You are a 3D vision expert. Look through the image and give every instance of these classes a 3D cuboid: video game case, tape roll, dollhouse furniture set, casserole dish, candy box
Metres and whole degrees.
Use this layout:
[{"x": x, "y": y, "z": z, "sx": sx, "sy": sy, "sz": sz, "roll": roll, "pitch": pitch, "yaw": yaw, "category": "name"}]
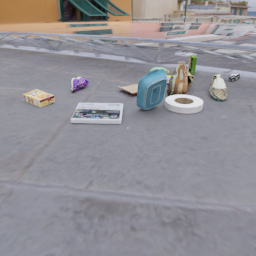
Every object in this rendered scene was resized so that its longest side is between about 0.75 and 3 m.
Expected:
[{"x": -1.127, "y": -0.580, "z": 10.748, "sx": 1.833, "sy": 0.214, "sz": 1.666, "roll": 1, "pitch": 25, "yaw": 1, "category": "video game case"}, {"x": 2.299, "y": -1.002, "z": 11.518, "sx": 1.560, "sy": 0.285, "sz": 1.560, "roll": 1, "pitch": 25, "yaw": 0, "category": "tape roll"}, {"x": 2.560, "y": -3.568, "z": 15.995, "sx": 2.603, "sy": 1.005, "sz": 1.301, "roll": -2, "pitch": 25, "yaw": -4, "category": "dollhouse furniture set"}, {"x": 0.949, "y": -1.377, "z": 10.670, "sx": 1.225, "sy": 2.023, "sz": 0.393, "roll": -26, "pitch": 61, "yaw": -18, "category": "casserole dish"}, {"x": -3.838, "y": -1.288, "z": 12.023, "sx": 1.276, "sy": 0.353, "sz": 0.737, "roll": 20, "pitch": 34, "yaw": 34, "category": "candy box"}]

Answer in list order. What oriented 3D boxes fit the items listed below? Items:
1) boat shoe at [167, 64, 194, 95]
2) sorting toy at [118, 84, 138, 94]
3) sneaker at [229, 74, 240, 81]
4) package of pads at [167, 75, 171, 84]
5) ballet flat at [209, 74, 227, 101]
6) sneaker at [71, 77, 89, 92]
[{"x": 2.605, "y": -2.243, "z": 13.437, "sx": 1.000, "sy": 1.024, "sz": 2.707, "roll": 13, "pitch": 36, "yaw": 14, "category": "boat shoe"}, {"x": 0.476, "y": -1.724, "z": 13.042, "sx": 1.295, "sy": 0.258, "sz": 1.752, "roll": -10, "pitch": 24, "yaw": -30, "category": "sorting toy"}, {"x": 5.653, "y": -2.710, "z": 15.084, "sx": 0.949, "sy": 0.350, "sz": 0.380, "roll": -17, "pitch": 17, "yaw": -40, "category": "sneaker"}, {"x": 1.826, "y": -2.549, "z": 14.672, "sx": 0.944, "sy": 0.322, "sz": 0.729, "roll": 5, "pitch": 26, "yaw": 10, "category": "package of pads"}, {"x": 4.142, "y": -2.001, "z": 12.926, "sx": 0.774, "sy": 0.860, "sz": 2.283, "roll": 5, "pitch": 26, "yaw": 10, "category": "ballet flat"}, {"x": -2.338, "y": -2.153, "z": 13.595, "sx": 0.621, "sy": 0.601, "sz": 1.490, "roll": 12, "pitch": 27, "yaw": 10, "category": "sneaker"}]
